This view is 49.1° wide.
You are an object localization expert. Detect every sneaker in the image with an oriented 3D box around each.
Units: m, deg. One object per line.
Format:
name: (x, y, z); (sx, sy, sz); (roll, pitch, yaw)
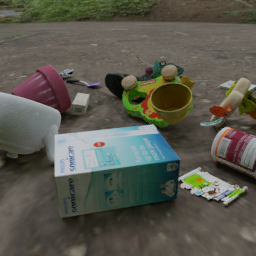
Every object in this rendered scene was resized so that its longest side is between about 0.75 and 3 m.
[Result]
sneaker: (0.384, -1.665, 10.895); (2.505, 0.958, 1.435); (15, 27, 24)

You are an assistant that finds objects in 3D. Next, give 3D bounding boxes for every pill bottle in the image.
pill bottle: (2.690, 0.596, 6.118); (0.855, 0.855, 1.498); (-21, 33, -38)

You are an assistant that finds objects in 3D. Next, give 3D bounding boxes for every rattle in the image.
rattle: (3.163, -0.261, 7.682); (1.825, 1.663, 2.554); (50, 24, 2)

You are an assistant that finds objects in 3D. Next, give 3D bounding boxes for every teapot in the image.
teapot: (-2.675, 0.024, 6.828); (1.897, 1.404, 1.922); (19, -6, -31)

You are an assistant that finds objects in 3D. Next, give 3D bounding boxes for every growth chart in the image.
growth chart: (1.671, 1.188, 5.750); (0.886, 0.109, 1.225); (-24, 33, -39)

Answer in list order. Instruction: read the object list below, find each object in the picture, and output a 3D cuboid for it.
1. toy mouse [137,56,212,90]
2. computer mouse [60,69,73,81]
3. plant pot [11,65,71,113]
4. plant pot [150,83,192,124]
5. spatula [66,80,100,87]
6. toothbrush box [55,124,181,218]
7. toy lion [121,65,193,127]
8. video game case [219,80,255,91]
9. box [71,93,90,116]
toy mouse: (1.310, -2.016, 10.951); (2.546, 0.554, 2.864); (23, -8, -28)
computer mouse: (-3.041, -2.510, 13.457); (0.727, 0.291, 1.326); (6, 31, 24)
plant pot: (-2.829, -1.024, 8.991); (1.426, 1.594, 1.594); (-32, 37, -24)
plant pot: (1.196, -0.579, 7.634); (1.100, 0.781, 1.100); (-7, 49, 8)
spatula: (-2.022, -2.018, 12.488); (1.857, 0.191, 0.525); (13, 26, 26)
toothbrush box: (-0.309, 0.754, 5.662); (2.243, 0.957, 1.642); (-7, 26, -11)
toy lion: (0.892, -0.916, 8.958); (2.261, 0.776, 2.168); (-11, 50, 18)
video game case: (4.729, -1.775, 12.025); (1.209, 0.138, 1.100); (20, 32, 37)
box: (-1.629, -0.836, 9.665); (0.464, 0.386, 1.129); (8, 25, -2)
